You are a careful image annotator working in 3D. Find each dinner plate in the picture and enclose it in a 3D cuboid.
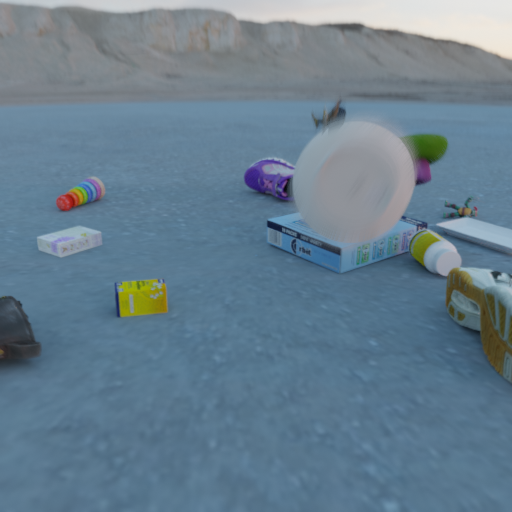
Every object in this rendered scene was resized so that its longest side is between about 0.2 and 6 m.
[{"bbox_3d":[1.397,-1.014,7.939,1.748,1.748,0.212,-1,17,-3],"label":"dinner plate"}]

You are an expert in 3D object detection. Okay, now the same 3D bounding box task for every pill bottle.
[{"bbox_3d":[3.268,-0.046,10.248,0.619,0.619,1.102,-3,20,-7],"label":"pill bottle"}]

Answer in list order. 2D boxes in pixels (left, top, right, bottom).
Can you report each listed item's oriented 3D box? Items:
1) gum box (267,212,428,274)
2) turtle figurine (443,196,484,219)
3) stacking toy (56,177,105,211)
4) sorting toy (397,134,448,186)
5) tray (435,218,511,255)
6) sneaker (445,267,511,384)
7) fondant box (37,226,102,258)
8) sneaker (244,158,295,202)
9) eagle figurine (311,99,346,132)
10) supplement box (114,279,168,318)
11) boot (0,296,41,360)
[{"bbox_3d":[1.843,-0.469,11.457,2.509,0.559,2.132,-16,26,-35],"label":"gum box"},{"bbox_3d":[4.973,-1.070,13.425,0.896,0.451,0.670,6,61,20],"label":"turtle figurine"},{"bbox_3d":[-4.659,-1.568,14.637,0.643,0.643,1.506,8,27,22],"label":"stacking toy"},{"bbox_3d":[2.208,-1.317,10.574,2.899,1.190,1.742,-10,-7,28],"label":"sorting toy"},{"bbox_3d":[4.921,-0.411,11.851,1.093,0.226,2.036,-11,22,-29],"label":"tray"},{"bbox_3d":[3.503,0.772,7.341,1.208,1.042,2.755,0,20,-1],"label":"sneaker"},{"bbox_3d":[-3.796,-0.304,11.439,0.745,0.301,1.033,14,25,34],"label":"fondant box"},{"bbox_3d":[0.679,-1.994,15.258,2.560,1.030,1.132,13,31,29],"label":"sneaker"},{"bbox_3d":[1.762,-3.326,13.381,0.807,0.613,0.609,-20,-2,11],"label":"eagle figurine"},{"bbox_3d":[-1.771,0.640,8.608,0.769,0.421,0.419,-4,20,-14],"label":"supplement box"},{"bbox_3d":[-4.266,0.950,7.295,2.300,0.915,2.642,-13,31,-39],"label":"boot"}]
